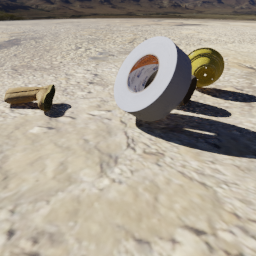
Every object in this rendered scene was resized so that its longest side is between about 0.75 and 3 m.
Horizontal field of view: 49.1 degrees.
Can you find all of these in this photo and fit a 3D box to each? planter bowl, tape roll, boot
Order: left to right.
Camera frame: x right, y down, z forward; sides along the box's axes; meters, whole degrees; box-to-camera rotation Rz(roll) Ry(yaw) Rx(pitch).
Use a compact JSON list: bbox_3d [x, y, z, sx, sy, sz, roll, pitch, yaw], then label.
[{"bbox_3d":[-3.609,-1.039,10.124,1.732,0.573,1.517,-4,33,4],"label":"boot"},{"bbox_3d":[0.718,-1.529,8.795,0.844,2.556,2.556,27,5,-40],"label":"tape roll"},{"bbox_3d":[3.106,-2.302,11.451,1.794,1.794,0.747,1,36,2],"label":"planter bowl"}]

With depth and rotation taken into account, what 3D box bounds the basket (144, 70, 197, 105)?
[{"bbox_3d":[1.470,-1.705,10.465,1.910,1.722,1.299,28,15,25],"label":"basket"}]
